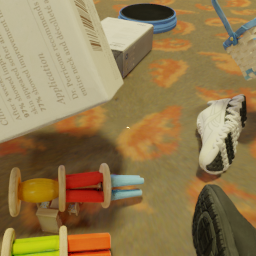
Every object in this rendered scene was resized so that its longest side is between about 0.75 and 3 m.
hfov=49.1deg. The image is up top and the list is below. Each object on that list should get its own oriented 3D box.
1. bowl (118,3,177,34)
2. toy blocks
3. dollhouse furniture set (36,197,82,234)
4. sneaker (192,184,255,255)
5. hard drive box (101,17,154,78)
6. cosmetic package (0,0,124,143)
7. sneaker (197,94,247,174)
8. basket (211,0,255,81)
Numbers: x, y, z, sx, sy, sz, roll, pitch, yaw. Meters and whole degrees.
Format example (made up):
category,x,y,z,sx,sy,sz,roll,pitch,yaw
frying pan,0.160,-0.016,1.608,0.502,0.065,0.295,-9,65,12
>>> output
category,x,y,z,sx,sy,sz,roll,pitch,yaw
bowl,0.924,-5.376,13.575,2.886,0.567,2.886,0,40,0
toy blocks,-0.814,1.581,4.997,2.454,0.891,2.045,-1,50,-14
dollhouse furniture set,-1.392,1.482,5.453,0.814,0.577,0.887,5,41,6
sneaker,1.942,2.160,4.476,1.280,1.071,2.820,-2,48,-15
hard drive box,-0.497,-3.128,10.536,2.105,1.037,2.701,18,43,20
cosmetic package,-1.884,-1.210,4.499,2.891,2.419,2.404,-19,13,8
sneaker,2.170,0.106,6.932,1.086,1.007,2.679,5,37,32
basket,3.068,-2.326,6.276,1.886,1.488,2.140,-24,83,-11
